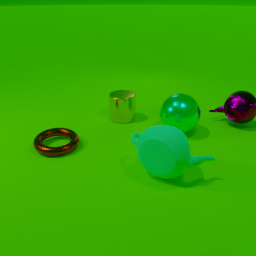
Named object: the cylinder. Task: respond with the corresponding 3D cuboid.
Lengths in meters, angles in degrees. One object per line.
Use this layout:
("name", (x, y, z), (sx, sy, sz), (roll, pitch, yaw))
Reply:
("cylinder", (-0.182, -0.726, 9.359), (0.882, 0.882, 0.882), (0, 26, 0))

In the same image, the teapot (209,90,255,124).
("teapot", (3.432, -0.632, 8.821), (0.834, 1.060, 1.704), (-12, 5, -43))

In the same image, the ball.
("ball", (1.555, -0.429, 8.385), (1.213, 1.213, 1.213), (0, 26, 0))

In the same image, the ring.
("ring", (-1.980, 0.365, 7.778), (1.258, 0.252, 1.258), (2, 30, -1))

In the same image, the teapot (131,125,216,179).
("teapot", (0.936, 0.503, 6.430), (2.028, 1.261, 0.993), (19, 31, 27))
